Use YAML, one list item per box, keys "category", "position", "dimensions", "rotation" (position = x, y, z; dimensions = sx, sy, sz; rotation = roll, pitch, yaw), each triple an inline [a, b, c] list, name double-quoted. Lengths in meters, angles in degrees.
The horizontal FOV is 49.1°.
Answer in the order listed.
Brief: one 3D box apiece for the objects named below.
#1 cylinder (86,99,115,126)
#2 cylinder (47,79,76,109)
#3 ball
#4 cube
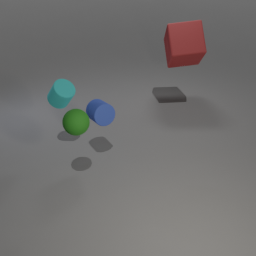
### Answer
- category: "cylinder"
  position: [-0.856, -0.487, 8.681]
  dimensions: [0.700, 0.700, 0.700]
  rotation: [-16, 26, -26]
- category: "cylinder"
  position: [-2.094, -1.067, 8.785]
  dimensions: [0.700, 0.700, 0.700]
  rotation: [17, 56, -26]
- category: "ball"
  position: [-1.348, -0.151, 7.279]
  dimensions: [0.700, 0.700, 0.700]
  rotation: [0, 30, 0]
- category: "cube"
  position: [2.346, -3.481, 11.757]
  dimensions: [1.400, 1.400, 1.400]
  rotation: [-7, -7, 0]
